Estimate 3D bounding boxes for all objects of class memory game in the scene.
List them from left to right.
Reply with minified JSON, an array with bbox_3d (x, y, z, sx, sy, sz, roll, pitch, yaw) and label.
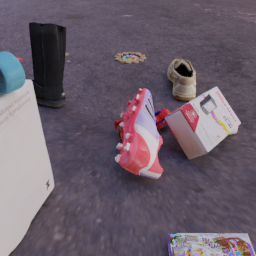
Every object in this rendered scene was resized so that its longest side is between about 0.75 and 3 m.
[{"bbox_3d":[0.106,-3.249,12.868,1.478,0.094,1.478,0,34,0],"label":"memory game"}]

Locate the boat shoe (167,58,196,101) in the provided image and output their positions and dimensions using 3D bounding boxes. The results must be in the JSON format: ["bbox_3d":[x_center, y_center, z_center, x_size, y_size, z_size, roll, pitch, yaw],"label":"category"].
[{"bbox_3d":[2.031,-2.071,10.351,1.052,0.947,2.915,3,34,4],"label":"boat shoe"}]

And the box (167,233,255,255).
[{"bbox_3d":[1.402,2.219,4.594,1.407,0.275,0.963,0,34,1],"label":"box"}]

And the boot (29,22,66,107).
[{"bbox_3d":[-2.945,-2.053,8.879,2.054,2.492,0.818,8,27,8],"label":"boot"}]

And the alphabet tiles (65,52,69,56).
[{"bbox_3d":[-3.237,-3.478,13.269,0.654,0.025,0.786,23,41,30],"label":"alphabet tiles"}]

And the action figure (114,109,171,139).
[{"bbox_3d":[0.600,-0.160,7.946,1.917,0.496,0.627,-15,41,-14],"label":"action figure"}]

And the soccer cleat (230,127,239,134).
[{"bbox_3d":[2.753,-0.157,8.091,0.379,0.339,0.977,-16,40,-18],"label":"soccer cleat"}]

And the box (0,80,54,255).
[{"bbox_3d":[-2.716,0.811,4.545,1.731,2.649,2.635,9,35,13],"label":"box"}]

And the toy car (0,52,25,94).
[{"bbox_3d":[-2.501,-1.127,3.386,1.634,1.847,1.702,21,40,30],"label":"toy car"}]

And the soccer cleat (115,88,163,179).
[{"bbox_3d":[0.389,0.044,6.972,1.074,0.936,2.808,31,36,-16],"label":"soccer cleat"}]

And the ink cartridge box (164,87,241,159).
[{"bbox_3d":[1.944,-0.170,7.210,1.703,0.729,1.257,-31,87,-35],"label":"ink cartridge box"}]

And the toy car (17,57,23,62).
[{"bbox_3d":[-5.094,-2.872,12.213,0.896,0.200,0.843,-8,35,-11],"label":"toy car"}]
